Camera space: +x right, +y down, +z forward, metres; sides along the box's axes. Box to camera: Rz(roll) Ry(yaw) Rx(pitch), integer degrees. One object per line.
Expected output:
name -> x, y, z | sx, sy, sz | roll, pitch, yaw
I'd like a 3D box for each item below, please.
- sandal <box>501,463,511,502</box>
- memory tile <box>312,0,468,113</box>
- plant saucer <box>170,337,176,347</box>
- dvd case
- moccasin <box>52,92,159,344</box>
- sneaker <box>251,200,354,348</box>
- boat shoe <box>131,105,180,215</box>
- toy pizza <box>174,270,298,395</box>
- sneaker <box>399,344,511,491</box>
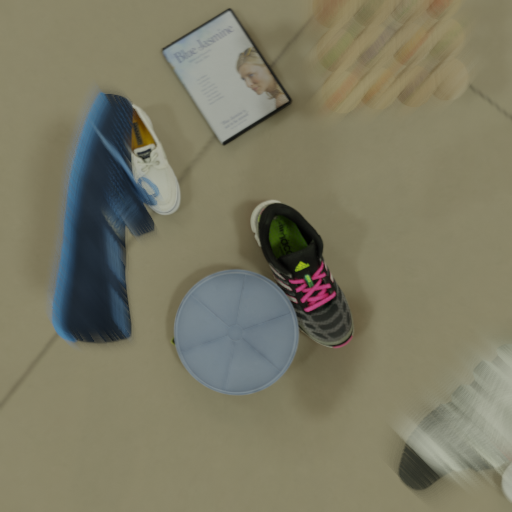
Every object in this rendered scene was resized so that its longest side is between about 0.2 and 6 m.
sandal -> 5.582, 3.444, 10.052 | 2.742, 0.674, 1.116 | -36, 71, 10
memory tile -> 2.172, -3.335, 8.882 | 2.558, 0.215, 1.961 | -10, 103, -13
plant saucer -> -1.044, 1.499, 10.358 | 0.785, 0.188, 0.786 | 38, 87, -4
dvd case -> -0.561, -3.452, 10.758 | 1.588, 0.195, 2.225 | -33, 86, -2
moccasin -> -1.929, -0.465, 7.713 | 1.144, 1.350, 3.356 | 9, 100, -4
sneaker -> 0.812, 0.301, 9.908 | 1.110, 1.316, 3.010 | -27, 86, -2
boat shoe -> -2.007, -1.795, 10.351 | 0.762, 0.751, 2.150 | -18, 86, -1
toy pizza -> -0.357, 1.364, 10.078 | 2.243, 0.355, 2.243 | 0, 89, 6
sneaker -> 2.949, 2.467, 7.498 | 0.942, 1.125, 2.543 | 19, 113, -37
